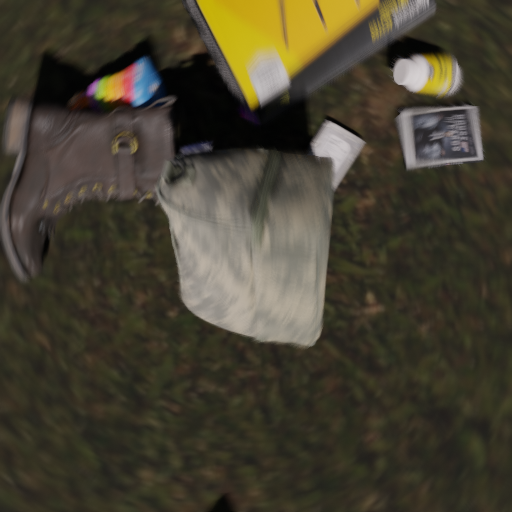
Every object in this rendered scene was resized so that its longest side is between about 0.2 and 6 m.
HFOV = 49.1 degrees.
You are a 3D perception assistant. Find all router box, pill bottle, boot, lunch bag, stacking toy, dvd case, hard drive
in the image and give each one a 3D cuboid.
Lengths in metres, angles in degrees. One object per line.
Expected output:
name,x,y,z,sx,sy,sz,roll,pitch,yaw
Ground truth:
router box,0.884,-4.719,9.765,4.085,1.043,3.047,-35,120,-7
pill bottle,3.136,-3.375,10.395,1.111,0.618,0.618,-4,79,-22
boot,-2.800,-1.170,9.842,2.961,1.178,3.401,3,103,-16
lunch bag,-0.139,-0.181,8.761,2.512,2.995,2.087,5,50,6
stacking toy,-2.712,-2.995,10.472,1.774,0.974,1.029,-3,65,15
dvd case,3.477,-2.246,10.605,1.461,0.181,1.098,-6,81,0
hard drive,1.393,-1.863,10.524,0.804,0.218,1.151,33,81,5
